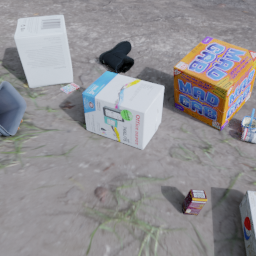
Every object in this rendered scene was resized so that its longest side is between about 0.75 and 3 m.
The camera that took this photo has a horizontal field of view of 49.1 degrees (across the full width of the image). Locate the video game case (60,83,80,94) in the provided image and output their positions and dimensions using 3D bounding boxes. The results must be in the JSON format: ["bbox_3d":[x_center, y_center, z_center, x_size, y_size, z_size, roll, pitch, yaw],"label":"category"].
[{"bbox_3d":[-2.918,-1.998,14.106,0.577,0.070,0.808,32,51,31],"label":"video game case"}]

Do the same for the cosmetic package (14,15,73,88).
[{"bbox_3d":[-4.133,-3.876,14.160,2.276,2.758,2.274,-8,42,-7],"label":"cosmetic package"}]

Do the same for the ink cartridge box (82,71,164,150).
[{"bbox_3d":[-0.141,-0.764,11.297,2.647,1.942,1.933,18,44,20],"label":"ink cartridge box"}]

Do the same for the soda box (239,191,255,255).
[{"bbox_3d":[3.817,3.207,7.592,1.016,0.950,2.985,6,42,7],"label":"soda box"}]

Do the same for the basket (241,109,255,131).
[{"bbox_3d":[5.018,-0.229,11.471,0.643,0.925,0.815,19,44,20],"label":"basket"}]

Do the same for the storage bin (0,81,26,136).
[{"bbox_3d":[-5.380,-0.494,11.448,1.584,1.717,2.359,-22,38,16],"label":"storage bin"}]

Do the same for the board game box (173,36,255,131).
[{"bbox_3d":[3.643,-1.904,11.865,2.427,2.426,2.425,32,64,31],"label":"board game box"}]

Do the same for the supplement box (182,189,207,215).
[{"bbox_3d":[2.031,2.297,8.624,0.479,0.868,0.372,7,42,-9],"label":"supplement box"}]

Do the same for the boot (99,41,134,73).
[{"bbox_3d":[-0.229,-3.939,15.647,2.287,0.873,1.922,-33,48,-23],"label":"boot"}]

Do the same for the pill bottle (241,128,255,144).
[{"bbox_3d":[5.014,0.359,11.121,0.865,0.517,0.517,16,44,15],"label":"pill bottle"}]
